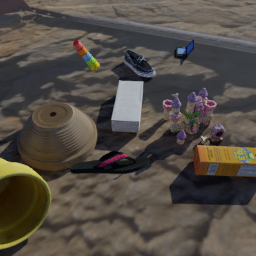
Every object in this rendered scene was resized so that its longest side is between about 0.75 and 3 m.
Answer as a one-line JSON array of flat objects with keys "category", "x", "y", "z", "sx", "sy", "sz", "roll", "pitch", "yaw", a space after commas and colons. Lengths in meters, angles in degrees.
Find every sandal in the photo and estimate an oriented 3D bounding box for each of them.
[{"category": "sandal", "x": -0.414, "y": 0.723, "z": 6.044, "sx": 1.756, "sy": 0.396, "sz": 0.659, "roll": -4, "pitch": 10, "yaw": 6}]

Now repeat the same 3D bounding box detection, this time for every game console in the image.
[{"category": "game console", "x": 2.974, "y": -4.184, "z": 14.609, "sx": 0.880, "sy": 0.606, "sz": 1.021, "roll": 6, "pitch": 44, "yaw": 6}]

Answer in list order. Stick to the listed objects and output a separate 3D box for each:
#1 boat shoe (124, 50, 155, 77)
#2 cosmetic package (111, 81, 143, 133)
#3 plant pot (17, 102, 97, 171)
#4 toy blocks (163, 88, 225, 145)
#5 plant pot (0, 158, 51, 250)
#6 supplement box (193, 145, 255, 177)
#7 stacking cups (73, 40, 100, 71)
[{"category": "boat shoe", "x": 0.543, "y": -3.147, "z": 13.447, "sx": 0.746, "sy": 0.705, "sz": 2.080, "roll": -25, "pitch": 49, "yaw": -24}, {"category": "cosmetic package", "x": 0.019, "y": -0.911, "z": 11.147, "sx": 1.047, "sy": 0.642, "sz": 2.537, "roll": 5, "pitch": 44, "yaw": 4}, {"category": "plant pot", "x": -2.506, "y": -0.010, "z": 9.756, "sx": 2.804, "sy": 1.294, "sz": 2.804, "roll": 0, "pitch": 43, "yaw": 0}, {"category": "toy blocks", "x": 2.387, "y": -0.590, "z": 10.092, "sx": 1.828, "sy": 1.646, "sz": 1.956, "roll": -9, "pitch": 44, "yaw": -10}, {"category": "plant pot", "x": -3.467, "y": 1.744, "z": 7.499, "sx": 2.126, "sy": 2.126, "sz": 2.000, "roll": -32, "pitch": 37, "yaw": -29}, {"category": "supplement box", "x": 3.308, "y": 1.069, "z": 9.010, "sx": 2.258, "sy": 0.777, "sz": 0.751, "roll": 3, "pitch": 46, "yaw": -1}, {"category": "stacking cups", "x": -1.651, "y": -2.894, "z": 11.167, "sx": 0.442, "sy": 1.460, "sz": 0.442, "roll": -12, "pitch": 58, "yaw": 20}]
